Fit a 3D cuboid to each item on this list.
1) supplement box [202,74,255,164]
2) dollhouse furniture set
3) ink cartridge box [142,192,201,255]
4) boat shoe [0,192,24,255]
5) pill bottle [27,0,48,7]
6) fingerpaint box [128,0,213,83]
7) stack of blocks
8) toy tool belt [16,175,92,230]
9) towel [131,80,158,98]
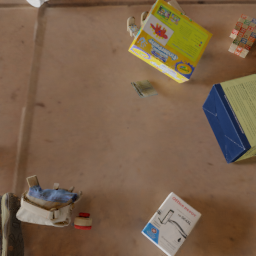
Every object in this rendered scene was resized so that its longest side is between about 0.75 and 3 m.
[{"bbox_3d":[4.355,-0.398,9.772,2.457,1.651,2.459,-15,68,-6],"label":"supplement box"},{"bbox_3d":[1.221,-4.175,11.554,2.000,1.301,1.837,-25,69,-10],"label":"dollhouse furniture set"},{"bbox_3d":[1.370,3.024,8.869,1.163,0.672,1.594,36,72,14],"label":"ink cartridge box"},{"bbox_3d":[-3.889,3.454,8.610,1.038,1.055,2.832,-14,59,5],"label":"boat shoe"},{"bbox_3d":[-3.749,-6.538,12.615,1.173,1.173,2.059,29,70,11],"label":"pill bottle"},{"bbox_3d":[1.605,-3.260,10.701,2.484,0.911,2.072,29,84,-12],"label":"fingerpaint box"},{"bbox_3d":[4.890,-3.920,11.875,0.986,0.501,1.712,28,71,11],"label":"stack of blocks"},{"bbox_3d":[-2.181,2.307,8.788,2.307,1.440,1.418,7,76,2],"label":"toy tool belt"},{"bbox_3d":[0.641,-1.552,10.901,0.864,0.149,0.832,-16,63,-33],"label":"towel"}]
